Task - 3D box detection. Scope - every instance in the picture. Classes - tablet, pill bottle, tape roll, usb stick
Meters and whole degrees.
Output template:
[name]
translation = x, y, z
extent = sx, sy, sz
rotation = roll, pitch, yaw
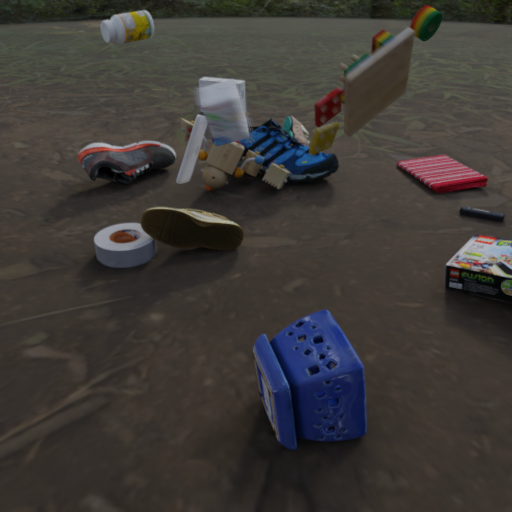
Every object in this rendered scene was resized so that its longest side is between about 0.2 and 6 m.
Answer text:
[tablet]
translation = -1.237, -2.092, 11.043
extent = 0.093, 1.363, 0.887
rotation = 21, 13, 3
[pill bottle]
translation = -2.170, -3.828, 9.413
extent = 0.804, 0.453, 0.453
rotation = -24, 37, -29
[tape roll]
translation = -2.547, -0.219, 10.962
extent = 1.179, 0.389, 1.179
rotation = 0, 29, 0
[usb stick]
translation = 5.040, -0.940, 12.488
extent = 0.948, 0.155, 0.263
rotation = 14, 33, 24

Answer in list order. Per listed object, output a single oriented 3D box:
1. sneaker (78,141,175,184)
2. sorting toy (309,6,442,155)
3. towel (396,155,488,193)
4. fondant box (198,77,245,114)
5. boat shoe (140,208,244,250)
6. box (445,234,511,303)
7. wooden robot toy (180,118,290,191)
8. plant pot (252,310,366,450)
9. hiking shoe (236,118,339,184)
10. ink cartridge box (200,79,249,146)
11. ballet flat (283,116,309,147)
[sneaker]
translation = -3.202, -2.240, 14.354
extent = 2.549, 0.982, 1.044
rotation = -9, 62, -30
[sorting toy]
translation = 2.075, -3.273, 10.595
extent = 3.315, 1.598, 0.561
rotation = -40, 65, -11
[towel]
translation = 4.793, -2.146, 14.567
extent = 1.510, 0.235, 2.088
rotation = -9, 29, -12
[fondant box]
translation = -1.196, -5.633, 19.818
extent = 1.607, 1.159, 0.468
rotation = 12, 33, 20
[boat shoe]
translation = -1.290, -0.551, 11.104
extent = 2.035, 0.753, 0.675
rotation = 13, 14, -18
[box]
translation = 4.870, 0.337, 9.505
extent = 2.831, 0.491, 1.558
rotation = 13, 31, 36
[wooden robot toy]
translation = -0.753, -2.189, 13.808
extent = 2.956, 1.341, 1.302
rotation = 25, 14, -10
[plant pot]
translation = 0.625, 1.579, 6.989
extent = 1.110, 1.235, 1.235
rotation = -14, 32, -10
[hiking shoe]
translation = 0.513, -2.767, 14.428
extent = 3.298, 1.430, 1.227
rotation = 11, 31, 18
[ink cartridge box]
translation = -0.523, -2.373, 9.287
extent = 0.595, 0.811, 0.592
rotation = -14, 47, 7
[ballet flat]
translation = 1.208, -3.529, 16.719
extent = 0.731, 0.740, 2.173
rotation = 17, 33, -12
